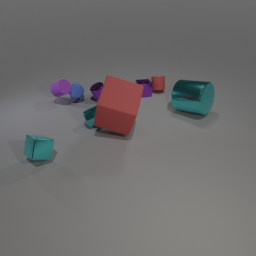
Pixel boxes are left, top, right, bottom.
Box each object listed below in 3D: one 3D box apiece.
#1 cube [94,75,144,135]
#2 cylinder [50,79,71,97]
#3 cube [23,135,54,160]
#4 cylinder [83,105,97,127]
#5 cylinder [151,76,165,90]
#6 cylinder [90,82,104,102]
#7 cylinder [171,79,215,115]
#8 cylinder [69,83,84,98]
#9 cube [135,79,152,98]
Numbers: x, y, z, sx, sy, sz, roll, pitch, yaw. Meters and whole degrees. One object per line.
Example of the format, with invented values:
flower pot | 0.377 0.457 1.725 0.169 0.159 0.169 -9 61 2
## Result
cube | -0.354 -0.809 10.248 1.400 1.400 1.400 16 57 -3
cylinder | -3.088 -1.825 12.849 0.700 0.700 0.700 -10 17 46
cube | -2.998 0.641 9.401 0.700 0.700 0.700 5 7 -44
cylinder | -1.361 -0.503 11.420 0.700 0.700 0.700 -25 33 5
cylinder | 1.558 -2.312 14.432 0.700 0.700 0.700 -1 10 0
cylinder | -1.375 -1.735 13.509 0.700 0.700 0.700 -16 40 14
cylinder | 2.838 -1.371 12.236 1.400 1.400 1.400 14 33 39
cylinder | -2.472 -1.783 13.437 0.700 0.700 0.700 -4 5 -6
cube | 0.792 -2.005 14.133 0.700 0.700 0.700 -7 33 -11
